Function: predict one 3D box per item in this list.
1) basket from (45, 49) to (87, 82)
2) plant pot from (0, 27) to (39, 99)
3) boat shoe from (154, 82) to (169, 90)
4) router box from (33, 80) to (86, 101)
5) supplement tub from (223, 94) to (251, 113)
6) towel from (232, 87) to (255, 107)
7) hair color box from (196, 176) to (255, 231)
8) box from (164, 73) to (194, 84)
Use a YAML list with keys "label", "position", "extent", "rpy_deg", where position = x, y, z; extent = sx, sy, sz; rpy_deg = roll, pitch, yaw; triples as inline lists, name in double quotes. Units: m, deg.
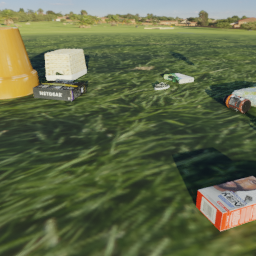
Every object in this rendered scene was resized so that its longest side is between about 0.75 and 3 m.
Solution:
- label: "basket"
  position: [-3.099, -3.213, 14.079]
  extent: [1.428, 1.299, 2.106]
  rpy_deg: [4, 24, 12]
- label: "plant pot"
  position: [-5.135, -2.729, 11.330]
  extent: [2.734, 2.503, 2.734]
  rpy_deg: [0, 22, 0]
- label: "boat shoe"
  position: [1.471, -1.844, 12.124]
  extent: [0.794, 0.271, 0.293]
  rpy_deg: [-13, 26, -28]
- label: "router box"
  position: [-2.674, -1.502, 11.084]
  extent: [1.661, 0.434, 1.306]
  rpy_deg: [7, 24, 17]
- label: "supplement tub"
  position: [3.661, -0.858, 9.486]
  extent: [0.485, 0.485, 0.907]
  rpy_deg: [-11, 25, -24]
- label: "towel"
  position: [5.274, -1.063, 9.738]
  extent: [2.492, 0.600, 2.133]
  rpy_deg: [-11, 18, -26]
- label: "hair color box"
  position: [1.821, 1.213, 4.649]
  extent: [1.181, 0.378, 0.655]
  rpy_deg: [-8, 23, -21]
- label: "box"
  position: [2.445, -2.411, 13.555]
  extent: [0.882, 0.222, 1.222]
  rpy_deg: [-12, 25, -28]
